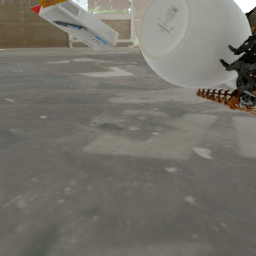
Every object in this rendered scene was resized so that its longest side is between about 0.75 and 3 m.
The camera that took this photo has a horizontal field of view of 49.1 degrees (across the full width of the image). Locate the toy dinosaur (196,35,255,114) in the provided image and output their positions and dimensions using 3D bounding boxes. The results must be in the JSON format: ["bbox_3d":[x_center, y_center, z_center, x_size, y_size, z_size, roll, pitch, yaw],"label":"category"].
[{"bbox_3d":[1.711,-0.529,3.629,1.674,1.136,0.855,-16,32,21],"label":"toy dinosaur"}]

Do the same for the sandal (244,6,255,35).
[{"bbox_3d":[3.151,-2.670,7.527,0.708,2.593,1.059,13,53,-23],"label":"sandal"}]

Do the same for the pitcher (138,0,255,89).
[{"bbox_3d":[1.298,-1.656,5.202,2.637,1.599,2.263,3,35,-42],"label":"pitcher"}]

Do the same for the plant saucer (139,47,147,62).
[{"bbox_3d":[1.323,-3.230,10.571,1.861,1.861,0.329,10,6,27],"label":"plant saucer"}]

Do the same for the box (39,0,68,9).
[{"bbox_3d":[-1.072,-2.945,5.517,0.956,0.333,1.606,-8,45,20],"label":"box"}]

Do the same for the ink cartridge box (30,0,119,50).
[{"bbox_3d":[-2.055,-3.742,10.405,2.327,0.591,2.642,7,-11,46],"label":"ink cartridge box"}]

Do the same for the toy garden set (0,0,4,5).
[{"bbox_3d":[-3.837,-3.207,7.523,0.343,1.721,1.435,26,24,-7],"label":"toy garden set"}]
